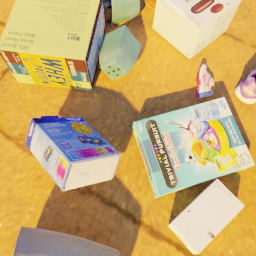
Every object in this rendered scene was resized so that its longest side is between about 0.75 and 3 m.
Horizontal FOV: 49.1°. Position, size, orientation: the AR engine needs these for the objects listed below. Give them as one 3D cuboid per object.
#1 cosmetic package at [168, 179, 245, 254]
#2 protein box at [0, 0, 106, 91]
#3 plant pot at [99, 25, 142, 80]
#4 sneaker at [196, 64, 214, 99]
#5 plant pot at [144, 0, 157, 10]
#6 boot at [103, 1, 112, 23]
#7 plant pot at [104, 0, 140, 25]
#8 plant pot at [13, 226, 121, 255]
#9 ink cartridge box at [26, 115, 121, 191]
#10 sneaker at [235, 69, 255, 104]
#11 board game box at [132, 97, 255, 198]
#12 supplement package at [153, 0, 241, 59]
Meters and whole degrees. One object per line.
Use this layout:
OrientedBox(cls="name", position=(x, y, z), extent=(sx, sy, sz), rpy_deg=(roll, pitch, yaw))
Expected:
OrientedBox(cls="cosmetic package", position=(2.008, 2.282, 7.267), extent=(1.747, 0.709, 0.986), rpy_deg=(-41, 71, -14))
OrientedBox(cls="protein box", position=(-2.202, -2.811, 8.842), extent=(2.540, 1.726, 2.559), rpy_deg=(8, 67, 3))
OrientedBox(cls="plant pot", position=(-0.309, -2.253, 8.751), extent=(0.955, 0.955, 1.351), rpy_deg=(-13, 51, 36))
OrientedBox(cls="sneaker", position=(2.497, -1.486, 9.010), extent=(0.527, 0.486, 1.194), rpy_deg=(5, 76, 1))
OrientedBox(cls="plant pot", position=(1.244, -5.014, 10.145), extent=(1.235, 1.235, 0.864), rpy_deg=(27, 54, 11))
OrientedBox(cls="boot", position=(-0.704, -3.921, 9.981), extent=(0.875, 0.417, 1.131), rpy_deg=(-45, 62, 0))
OrientedBox(cls="plant pot", position=(-0.197, -4.351, 9.787), extent=(1.065, 1.327, 1.327), rpy_deg=(-11, 67, -13))
OrientedBox(cls="plant pot", position=(-1.324, 3.345, 6.270), extent=(2.274, 2.130, 2.130), rpy_deg=(5, 67, -13))
OrientedBox(cls="ink cartridge box", position=(-1.539, 0.451, 7.250), extent=(1.581, 0.885, 2.318), rpy_deg=(-4, 32, -46))
OrientedBox(cls="sneaker", position=(4.387, -1.713, 8.804), extent=(2.228, 0.985, 0.896), rpy_deg=(-41, 72, -17))
OrientedBox(cls="board game box", position=(1.773, 0.506, 7.887), extent=(2.799, 0.657, 2.113), rpy_deg=(-16, 73, -9))
OrientedBox(cls="supplement package", position=(2.222, -3.833, 9.421), extent=(1.980, 1.456, 1.894), rpy_deg=(-39, 73, -16))
